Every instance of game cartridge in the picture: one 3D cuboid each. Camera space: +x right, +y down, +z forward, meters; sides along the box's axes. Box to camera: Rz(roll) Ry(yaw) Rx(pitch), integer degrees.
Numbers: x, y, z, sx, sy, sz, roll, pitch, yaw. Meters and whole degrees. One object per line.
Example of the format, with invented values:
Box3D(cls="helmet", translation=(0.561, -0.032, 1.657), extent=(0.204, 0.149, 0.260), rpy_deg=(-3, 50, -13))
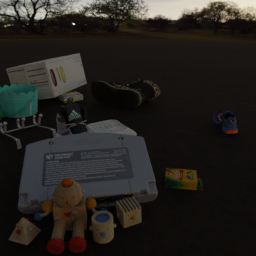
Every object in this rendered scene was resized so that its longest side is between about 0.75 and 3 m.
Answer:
Box3D(cls="game cartridge", translation=(-0.898, 0.901, 6.349), extent=(2.825, 0.572, 1.883), rpy_deg=(-3, 46, -8))

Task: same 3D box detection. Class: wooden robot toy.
Box3D(cls="wooden robot toy", translation=(-0.932, 1.445, 4.993), extent=(2.406, 1.092, 1.060), rpy_deg=(-3, 22, -6))

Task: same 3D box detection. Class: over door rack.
Box3D(cls="over door rack", translation=(-3.336, -0.006, 9.272), extent=(1.317, 0.594, 1.783), rpy_deg=(-18, 28, -36))

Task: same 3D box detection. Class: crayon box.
Box3D(cls="crayon box", translation=(1.333, 1.219, 6.715), extent=(0.890, 0.226, 0.565), rpy_deg=(4, 22, 8))

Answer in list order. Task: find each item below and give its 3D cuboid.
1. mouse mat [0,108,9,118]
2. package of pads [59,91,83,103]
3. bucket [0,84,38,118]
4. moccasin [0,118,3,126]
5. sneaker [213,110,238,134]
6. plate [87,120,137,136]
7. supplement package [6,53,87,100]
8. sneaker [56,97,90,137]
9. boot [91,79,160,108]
Box3D(cls="mouse mat", translation=(-5.485, -0.602, 11.459), extent=(1.611, 0.061, 1.296), rpy_deg=(-3, 22, -12))
Box3D(cls="package of pads", translation=(-2.698, -1.462, 13.208), extent=(0.960, 0.327, 0.742), rpy_deg=(-14, 26, -30))
Box3D(cls="bucket", translation=(-4.426, -1.113, 11.327), extent=(1.617, 1.052, 1.617), rpy_deg=(2, 21, -1))
Box3D(cls="moccasin", translation=(-5.492, -0.468, 10.147), extent=(2.198, 0.749, 0.884), rpy_deg=(13, 25, 23))
Box3D(cls="sneaker", translation=(3.536, -0.346, 10.024), extent=(0.617, 0.643, 1.639), rpy_deg=(0, 22, -4))
Box3D(cls="plate", translation=(-0.708, 0.058, 9.560), extent=(1.537, 0.248, 1.534), rpy_deg=(-12, 24, -28))
Box3D(cls="supplement package", translation=(-3.773, -2.467, 13.493), extent=(2.258, 1.607, 2.899), rpy_deg=(-3, 20, 24))
Box3D(cls="sneaker", translation=(-1.391, 0.041, 7.576), extent=(0.973, 1.750, 2.502), rpy_deg=(-15, 27, -33))
Box3D(cls="boot", translation=(-0.098, -1.699, 12.875), extent=(2.813, 1.029, 2.118), rpy_deg=(14, 24, 35))
